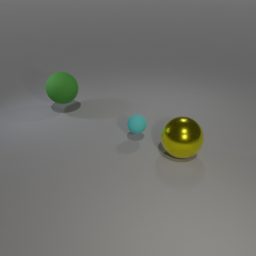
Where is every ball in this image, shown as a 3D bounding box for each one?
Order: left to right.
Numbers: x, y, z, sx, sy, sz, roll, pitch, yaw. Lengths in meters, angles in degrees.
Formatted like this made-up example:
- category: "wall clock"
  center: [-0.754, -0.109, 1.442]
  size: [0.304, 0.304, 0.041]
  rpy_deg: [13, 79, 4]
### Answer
- category: "ball"
  center: [-2.894, -1.758, 12.318]
  size: [1.400, 1.400, 1.400]
  rpy_deg: [0, 28, 0]
- category: "ball"
  center: [0.325, -0.140, 10.203]
  size: [0.700, 0.700, 0.700]
  rpy_deg: [0, 28, 0]
- category: "ball"
  center: [1.801, 0.311, 9.319]
  size: [1.400, 1.400, 1.400]
  rpy_deg: [0, 28, 0]
